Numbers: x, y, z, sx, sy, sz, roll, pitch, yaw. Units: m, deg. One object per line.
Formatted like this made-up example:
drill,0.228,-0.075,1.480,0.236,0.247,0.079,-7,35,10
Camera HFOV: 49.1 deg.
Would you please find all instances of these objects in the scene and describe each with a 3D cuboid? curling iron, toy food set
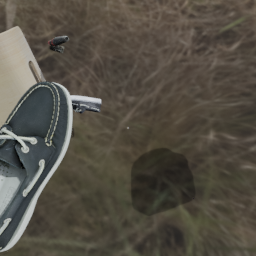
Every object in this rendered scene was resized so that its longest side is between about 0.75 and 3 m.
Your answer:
curling iron,-1.090,-1.367,4.479,0.290,1.172,0.150,16,90,-23
toy food set,-2.635,-0.572,4.893,2.346,0.709,1.683,-18,120,1

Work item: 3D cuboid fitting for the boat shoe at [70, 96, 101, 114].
boat shoe,-0.960,-0.452,5.588,0.962,0.345,0.326,3,87,-42

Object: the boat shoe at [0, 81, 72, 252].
boat shoe,-0.905,0.287,2.278,0.582,0.464,1.540,14,81,12
